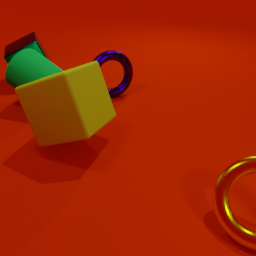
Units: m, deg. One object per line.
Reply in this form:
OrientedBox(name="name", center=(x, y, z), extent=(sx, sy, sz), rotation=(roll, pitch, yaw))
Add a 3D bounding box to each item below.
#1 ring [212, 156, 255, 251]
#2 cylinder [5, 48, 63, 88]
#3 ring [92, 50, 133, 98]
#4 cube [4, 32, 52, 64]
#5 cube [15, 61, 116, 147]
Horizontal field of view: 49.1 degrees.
OrientedBox(name="ring", center=(2.062, 1.153, 4.371), extent=(1.459, 1.459, 0.292), rotation=(24, -2, 31))
OrientedBox(name="cylinder", center=(-2.467, -1.347, 7.621), extent=(1.178, 1.178, 1.178), rotation=(37, 44, 8))
OrientedBox(name="ring", center=(-0.483, -1.524, 8.028), extent=(1.375, 1.375, 0.275), rotation=(-15, 29, -20))
OrientedBox(name="cube", center=(-3.166, -2.231, 8.994), extent=(1.093, 1.093, 1.093), rotation=(-28, 38, -2))
OrientedBox(name="cube", center=(-1.282, -0.534, 6.072), extent=(1.340, 1.340, 1.340), rotation=(-10, 17, 27))
